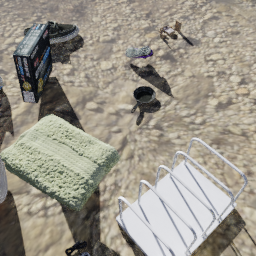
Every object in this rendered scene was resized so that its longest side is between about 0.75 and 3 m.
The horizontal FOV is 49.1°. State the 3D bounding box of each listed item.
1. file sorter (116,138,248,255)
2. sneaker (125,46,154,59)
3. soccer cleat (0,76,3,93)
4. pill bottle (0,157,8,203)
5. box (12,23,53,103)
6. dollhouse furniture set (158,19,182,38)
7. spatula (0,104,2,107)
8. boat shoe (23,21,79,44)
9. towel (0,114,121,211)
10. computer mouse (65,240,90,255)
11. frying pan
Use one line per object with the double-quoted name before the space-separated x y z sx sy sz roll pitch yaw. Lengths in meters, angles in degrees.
"file sorter" 1.323 1.814 6.941 2.725 1.697 1.891 -34 60 -25
"sneaker" 0.493 -3.007 11.421 1.240 0.617 0.431 6 87 33
"soccer cleat" -5.488 -1.192 9.675 0.892 1.102 2.554 23 54 20
"pill bottle" -4.771 1.513 7.209 2.781 1.588 1.588 -13 53 -8
"box" -3.206 -2.274 9.725 0.536 1.851 2.328 5 43 -2
"dollhouse furniture set" 1.845 -4.577 12.780 1.078 0.477 0.559 -28 57 -20
"spatula" -5.015 -0.737 9.843 1.376 0.141 0.389 -5 50 19
"boat shoe" -3.329 -4.256 12.334 2.409 0.767 0.852 -20 54 -15
"towel" -1.728 0.736 7.077 2.654 0.484 1.969 27 60 21
"computer mouse" -1.055 3.234 6.761 0.561 0.225 1.023 -26 50 -25
"frying pan" 0.575 -0.991 10.100 0.843 0.227 1.394 3 53 4
